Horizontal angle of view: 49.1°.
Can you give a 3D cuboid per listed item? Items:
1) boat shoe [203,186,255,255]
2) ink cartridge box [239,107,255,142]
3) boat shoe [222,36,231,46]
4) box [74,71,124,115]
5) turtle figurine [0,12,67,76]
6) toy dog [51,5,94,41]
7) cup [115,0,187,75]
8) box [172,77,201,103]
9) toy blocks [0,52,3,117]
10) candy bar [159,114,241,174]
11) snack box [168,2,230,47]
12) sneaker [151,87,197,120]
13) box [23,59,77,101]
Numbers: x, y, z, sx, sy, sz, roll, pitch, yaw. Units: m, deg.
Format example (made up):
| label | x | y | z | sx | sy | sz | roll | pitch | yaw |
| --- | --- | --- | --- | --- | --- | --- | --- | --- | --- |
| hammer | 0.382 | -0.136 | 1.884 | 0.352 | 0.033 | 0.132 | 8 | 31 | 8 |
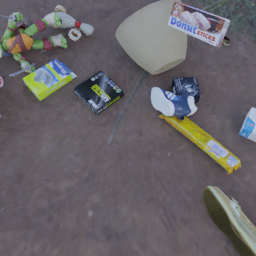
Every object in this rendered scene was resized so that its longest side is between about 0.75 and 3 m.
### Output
| label | x | y | z | sx | sy | sz | roll | pitch | yaw |
| --- | --- | --- | --- | --- | --- | --- | --- | --- | --- |
| boat shoe | 2.835 | 2.428 | 7.229 | 0.716 | 0.830 | 2.274 | -25 | 65 | -24 |
| ink cartridge box | 4.225 | 0.027 | 8.705 | 1.197 | 0.501 | 0.868 | 26 | 64 | 14 |
| boat shoe | 3.667 | -3.502 | 10.802 | 0.281 | 0.282 | 0.762 | -35 | 67 | -18 |
| box | -0.986 | -1.223 | 9.523 | 1.221 | 0.300 | 1.265 | -36 | 66 | -21 |
| turtle figurine | -3.352 | -2.938 | 9.645 | 2.500 | 2.578 | 1.855 | -27 | 98 | -19 |
| toy dog | -2.253 | -3.938 | 10.900 | 1.725 | 0.831 | 1.138 | 42 | 65 | 5 |
| cup | 1.029 | -2.868 | 9.508 | 2.438 | 2.438 | 1.744 | -24 | 89 | -13 |
| box | 1.953 | -1.273 | 9.455 | 0.802 | 0.471 | 0.789 | -4 | 61 | -4 |
| toy blocks | -4.628 | -1.259 | 8.199 | 1.843 | 2.190 | 2.046 | -16 | 58 | 24 |
| candy bar | 2.177 | 0.312 | 8.566 | 0.713 | 0.317 | 2.858 | -29 | 61 | -37 |
| snack box | 1.541 | -2.365 | 6.312 | 0.188 | 0.556 | 1.547 | -11 | 38 | -36 |
| sneaker | 1.528 | -0.854 | 9.080 | 1.173 | 0.646 | 1.603 | -4 | 30 | -20 |
| box | -2.708 | -1.752 | 9.781 | 1.573 | 0.375 | 0.959 | -38 | 68 | -18 |
